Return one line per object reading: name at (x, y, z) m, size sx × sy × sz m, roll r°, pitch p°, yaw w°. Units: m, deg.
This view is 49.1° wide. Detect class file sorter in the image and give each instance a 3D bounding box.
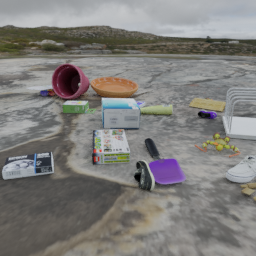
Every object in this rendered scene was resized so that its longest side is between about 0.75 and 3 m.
file sorter at (4.600, -0.608, 10.728) m, size 1.600 × 1.436 × 2.306 m, roll 4°, pitch 20°, yaw 13°

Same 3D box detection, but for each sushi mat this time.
sushi mat at (4.004, -1.179, 14.036) m, size 1.777 × 0.108 × 0.850 m, roll 14°, pitch 45°, yaw 36°

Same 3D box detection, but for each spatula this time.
spatula at (0.857, 0.838, 8.208) m, size 0.817 × 0.297 × 2.890 m, roll -8°, pitch 17°, yaw -6°

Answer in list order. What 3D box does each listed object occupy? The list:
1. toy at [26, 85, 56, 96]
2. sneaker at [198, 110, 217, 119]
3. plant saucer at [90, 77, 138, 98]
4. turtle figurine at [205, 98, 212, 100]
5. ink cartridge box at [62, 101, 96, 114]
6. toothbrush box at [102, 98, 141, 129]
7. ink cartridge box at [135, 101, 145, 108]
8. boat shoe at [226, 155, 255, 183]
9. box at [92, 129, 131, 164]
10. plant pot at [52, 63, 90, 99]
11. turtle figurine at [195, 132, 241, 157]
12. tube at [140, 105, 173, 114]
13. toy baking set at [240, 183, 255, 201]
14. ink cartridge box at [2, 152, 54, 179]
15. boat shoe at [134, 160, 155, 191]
toy at (-4.696, -2.271, 16.894) m, size 1.396 × 0.573 × 2.425 m, roll 11°, pitch 22°, yaw 35°
sneaker at (3.465, -0.560, 12.362) m, size 0.453 × 0.317 × 0.911 m, roll -19°, pitch 21°, yaw -33°
plant saucer at (-0.820, -2.422, 16.866) m, size 2.867 × 0.537 × 2.867 m, roll 5°, pitch 26°, yaw -2°
turtle figurine at (4.097, -1.375, 14.620) m, size 0.802 × 0.320 × 0.994 m, roll -10°, pitch 32°, yaw -6°
ink cartridge box at (-2.309, -1.007, 13.404) m, size 1.467 × 0.435 × 0.762 m, roll 2°, pitch 19°, yaw 5°
toothbrush box at (-0.353, -0.651, 11.640) m, size 1.458 × 0.849 × 1.992 m, roll 0°, pitch 19°, yaw -8°
ink cartridge box at (0.222, -1.150, 14.133) m, size 1.021 × 0.224 × 1.030 m, roll 8°, pitch 20°, yaw 26°
boat shoe at (3.237, 0.984, 7.446) m, size 1.636 × 0.535 × 0.602 m, roll -13°, pitch 23°, yaw -33°
box at (-0.581, 0.540, 9.009) m, size 1.131 × 0.357 × 2.055 m, roll -2°, pitch 19°, yaw -5°
plant pot at (-3.148, -2.621, 16.211) m, size 1.941 × 1.941 × 1.737 m, roll 6°, pitch 4°, yaw 17°
turtle figurine at (2.921, 0.471, 9.074) m, size 1.396 × 0.450 × 1.126 m, roll 7°, pitch 20°, yaw 20°
tube at (1.181, -0.821, 12.959) m, size 1.745 × 0.506 × 0.453 m, roll -1°, pitch 49°, yaw 6°
toy baking set at (3.222, 1.530, 6.538) m, size 1.108 × 0.129 × 0.850 m, roll -5°, pitch 22°, yaw -12°
ink cartridge box at (-2.776, 0.970, 7.906) m, size 1.275 × 0.279 × 1.287 m, roll -6°, pitch 19°, yaw -15°
boat shoe at (0.341, 1.153, 7.111) m, size 0.407 × 0.433 × 1.205 m, roll 1°, pitch 21°, yaw -10°
